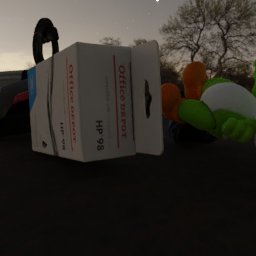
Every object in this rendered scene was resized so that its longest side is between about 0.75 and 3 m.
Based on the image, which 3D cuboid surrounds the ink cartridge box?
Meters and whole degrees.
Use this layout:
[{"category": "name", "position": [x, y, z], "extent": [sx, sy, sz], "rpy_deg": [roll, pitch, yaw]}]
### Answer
[{"category": "ink cartridge box", "position": [-0.740, -0.380, 4.568], "extent": [0.944, 1.640, 2.831], "rpy_deg": [-5, 2, -35]}]

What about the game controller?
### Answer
[{"category": "game controller", "position": [1.634, -1.001, 11.951], "extent": [1.877, 0.979, 0.395], "rpy_deg": [-3, -27, 32]}]

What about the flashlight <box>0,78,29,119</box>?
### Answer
[{"category": "flashlight", "position": [-2.400, -0.722, 6.425], "extent": [2.212, 0.752, 0.749], "rpy_deg": [-19, -16, -9]}]

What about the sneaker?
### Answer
[{"category": "sneaker", "position": [2.009, -0.074, 6.128], "extent": [2.238, 0.785, 0.872], "rpy_deg": [-15, 21, 10]}]

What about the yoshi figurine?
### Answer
[{"category": "yoshi figurine", "position": [1.855, -0.368, 4.312], "extent": [2.875, 1.616, 1.610], "rpy_deg": [28, 17, 38]}]

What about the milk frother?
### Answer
[{"category": "milk frother", "position": [-3.083, -1.350, 7.564], "extent": [2.694, 2.864, 2.584], "rpy_deg": [-7, 18, -11]}]
